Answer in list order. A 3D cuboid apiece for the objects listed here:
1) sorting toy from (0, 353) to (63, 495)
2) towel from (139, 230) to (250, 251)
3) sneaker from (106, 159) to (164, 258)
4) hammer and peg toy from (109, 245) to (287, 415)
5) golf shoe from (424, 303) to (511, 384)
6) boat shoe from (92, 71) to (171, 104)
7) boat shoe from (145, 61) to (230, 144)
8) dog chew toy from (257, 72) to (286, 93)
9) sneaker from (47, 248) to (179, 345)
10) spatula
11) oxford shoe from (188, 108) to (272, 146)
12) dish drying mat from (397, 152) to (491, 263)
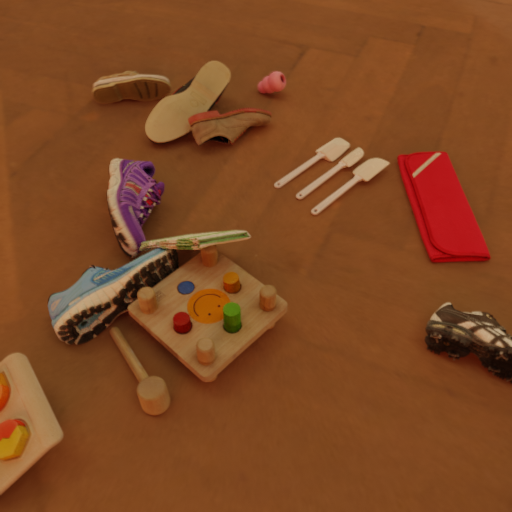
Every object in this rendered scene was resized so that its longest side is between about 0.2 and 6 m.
[{"bbox_3d":[-3.613,2.390,7.511,1.759,0.321,1.628,-40,57,-3],"label":"sorting toy"},{"bbox_3d":[-1.048,-0.255,9.478,1.621,0.190,1.237,-3,8,44],"label":"towel"},{"bbox_3d":[-2.209,-1.049,10.441,1.027,0.992,2.461,-7,49,-5],"label":"sneaker"},{"bbox_3d":[-1.062,1.012,8.672,1.940,0.930,2.638,36,58,28],"label":"hammer and peg toy"},{"bbox_3d":[3.631,1.280,8.566,1.965,0.764,0.928,23,52,17],"label":"golf shoe"},{"bbox_3d":[-2.960,-4.097,13.334,1.841,0.688,0.630,-4,55,-3],"label":"boat shoe"},{"bbox_3d":[-1.554,-3.357,12.681,0.922,0.789,2.519,42,69,-7],"label":"boat shoe"},{"bbox_3d":[0.349,-4.126,13.455,0.745,0.464,0.464,-10,38,39],"label":"dog chew toy"},{"bbox_3d":[-2.365,0.395,9.240,2.373,0.930,1.067,-30,53,-24],"label":"sneaker"},{"bbox_3d":[1.496,-1.690,11.572,2.146,0.172,1.492,-37,58,-23],"label":"spatula"},{"bbox_3d":[-0.520,-2.812,12.375,1.957,0.689,0.732,-12,89,-21],"label":"oxford shoe"},{"bbox_3d":[3.582,-1.043,10.926,1.116,0.264,2.906,-1,48,-3],"label":"dish drying mat"}]
